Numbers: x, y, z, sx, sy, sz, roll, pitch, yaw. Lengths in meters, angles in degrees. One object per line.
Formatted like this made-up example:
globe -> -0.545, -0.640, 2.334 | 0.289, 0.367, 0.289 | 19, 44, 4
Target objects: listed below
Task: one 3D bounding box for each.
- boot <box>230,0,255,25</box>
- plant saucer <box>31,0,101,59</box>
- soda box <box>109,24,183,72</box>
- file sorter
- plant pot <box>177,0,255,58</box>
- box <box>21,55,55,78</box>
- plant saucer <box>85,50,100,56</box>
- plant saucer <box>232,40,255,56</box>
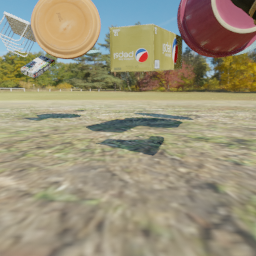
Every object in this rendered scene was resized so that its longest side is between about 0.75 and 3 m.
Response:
boot -> 0.969, -1.395, 2.488 | 0.984, 0.551, 1.423 | 37, 27, 8
plant saucer -> -1.698, -2.853, 7.655 | 1.896, 1.896, 0.306 | 0, -1, -4
soda box -> 0.495, -1.560, 5.744 | 0.818, 0.773, 2.416 | 4, 13, 22
file sorter -> -2.676, -2.206, 6.735 | 0.617, 0.554, 0.890 | 23, -13, -4
plant pot -> 1.930, -2.265, 5.288 | 1.786, 1.786, 1.598 | 0, 11, 1
box -> -2.527, -1.742, 7.911 | 0.493, 0.155, 0.895 | 23, 45, 14
plant saucer -> -1.512, -3.076, 11.534 | 0.774, 0.149, 0.774 | -3, 24, 1
plant saucer -> 2.875, -3.131, 7.222 | 2.539, 2.539, 0.489 | 6, 8, 43
